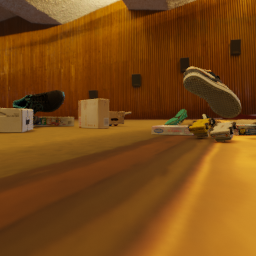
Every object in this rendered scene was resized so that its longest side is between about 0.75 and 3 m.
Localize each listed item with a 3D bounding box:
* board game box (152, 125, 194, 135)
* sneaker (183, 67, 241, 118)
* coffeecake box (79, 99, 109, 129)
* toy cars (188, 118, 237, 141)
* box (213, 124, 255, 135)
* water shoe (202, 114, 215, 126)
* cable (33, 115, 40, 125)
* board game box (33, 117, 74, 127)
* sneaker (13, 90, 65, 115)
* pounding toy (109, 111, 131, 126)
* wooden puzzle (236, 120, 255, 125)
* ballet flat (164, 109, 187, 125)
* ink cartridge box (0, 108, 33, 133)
[{"bbox_3d":[1.229,0.047,7.148,1.012,0.209,1.014,1,2,22],"label":"board game box"},{"bbox_3d":[3.286,-1.471,10.814,2.686,1.066,1.053,34,-52,-18],"label":"sneaker"},{"bbox_3d":[-1.350,-0.547,10.888,0.527,1.107,1.442,-2,3,-39],"label":"coffeecake box"},{"bbox_3d":[1.590,0.070,5.303,0.678,0.335,1.513,-14,9,-11],"label":"toy cars"},{"bbox_3d":[2.822,0.030,7.069,0.842,0.245,1.230,0,2,-10],"label":"box"},{"bbox_3d":[3.736,-0.343,12.952,0.610,0.553,1.546,3,4,15],"label":"water shoe"},{"bbox_3d":[-4.781,-0.229,10.792,2.118,0.659,2.596,9,5,42],"label":"cable"},{"bbox_3d":[-4.005,-0.320,13.434,2.601,0.445,1.748,-1,2,-19],"label":"board game box"},{"bbox_3d":[-3.808,-1.086,11.996,2.312,0.846,0.947,-18,-19,15],"label":"sneaker"},{"bbox_3d":[-0.487,-0.432,13.303,1.329,0.692,1.513,-1,2,-18],"label":"pounding toy"},{"bbox_3d":[6.222,-0.216,12.463,2.246,0.418,2.078,-5,2,2],"label":"wooden puzzle"},{"bbox_3d":[1.730,-0.239,9.830,1.121,0.394,0.377,-37,21,-31],"label":"ballet flat"},{"bbox_3d":[-3.542,-0.236,8.256,1.174,0.681,1.627,0,2,-8],"label":"ink cartridge box"}]
